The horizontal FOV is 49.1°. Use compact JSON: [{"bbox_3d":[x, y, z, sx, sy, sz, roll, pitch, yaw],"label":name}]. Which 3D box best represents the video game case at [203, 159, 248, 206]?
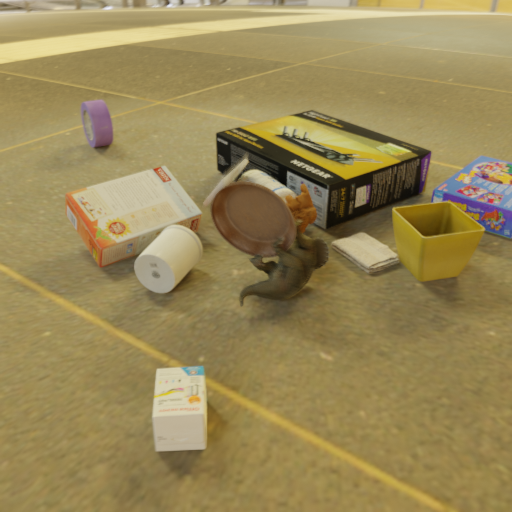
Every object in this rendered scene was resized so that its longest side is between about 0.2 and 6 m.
[{"bbox_3d":[-0.678,-1.626,12.467,0.120,1.045,0.952,45,52,-4],"label":"video game case"}]

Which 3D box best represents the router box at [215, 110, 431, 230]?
[{"bbox_3d":[1.551,-2.375,14.067,3.397,1.128,4.321,-21,37,-32],"label":"router box"}]

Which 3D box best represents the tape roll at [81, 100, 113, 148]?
[{"bbox_3d":[-4.679,-3.879,16.452,0.559,1.317,1.317,-17,35,-27],"label":"tape roll"}]

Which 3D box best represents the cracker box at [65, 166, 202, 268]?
[{"bbox_3d":[-2.495,-0.863,11.487,2.306,0.665,1.544,-23,62,-32],"label":"cracker box"}]

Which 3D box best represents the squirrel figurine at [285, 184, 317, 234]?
[{"bbox_3d":[0.718,-0.820,10.758,0.800,0.606,0.857,-19,50,-2],"label":"squirrel figurine"}]

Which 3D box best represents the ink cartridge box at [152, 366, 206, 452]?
[{"bbox_3d":[-0.976,1.973,7.261,0.648,0.637,0.881,-3,31,-4],"label":"ink cartridge box"}]

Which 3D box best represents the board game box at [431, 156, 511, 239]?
[{"bbox_3d":[5.550,-1.459,13.046,1.879,0.626,2.795,24,38,34],"label":"board game box"}]

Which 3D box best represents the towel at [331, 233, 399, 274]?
[{"bbox_3d":[2.164,-0.088,11.154,0.831,0.216,1.254,-17,34,-27],"label":"towel"}]

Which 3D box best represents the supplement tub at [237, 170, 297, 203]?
[{"bbox_3d":[0.231,-1.272,12.460,0.922,0.922,1.398,-17,36,-26],"label":"supplement tub"}]

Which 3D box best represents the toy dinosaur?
[{"bbox_3d":[0.609,0.167,9.870,0.926,1.231,2.407,-15,30,42],"label":"toy dinosaur"}]

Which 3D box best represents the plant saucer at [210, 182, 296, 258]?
[{"bbox_3d":[-0.021,-0.662,9.625,1.576,1.576,0.288,12,43,20],"label":"plant saucer"}]

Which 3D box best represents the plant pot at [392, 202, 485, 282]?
[{"bbox_3d":[3.313,-0.226,10.530,1.236,1.090,1.236,-7,32,-12],"label":"plant pot"}]

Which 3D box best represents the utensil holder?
[{"bbox_3d":[-1.605,0.068,10.273,0.894,0.894,1.052,11,35,18],"label":"utensil holder"}]
